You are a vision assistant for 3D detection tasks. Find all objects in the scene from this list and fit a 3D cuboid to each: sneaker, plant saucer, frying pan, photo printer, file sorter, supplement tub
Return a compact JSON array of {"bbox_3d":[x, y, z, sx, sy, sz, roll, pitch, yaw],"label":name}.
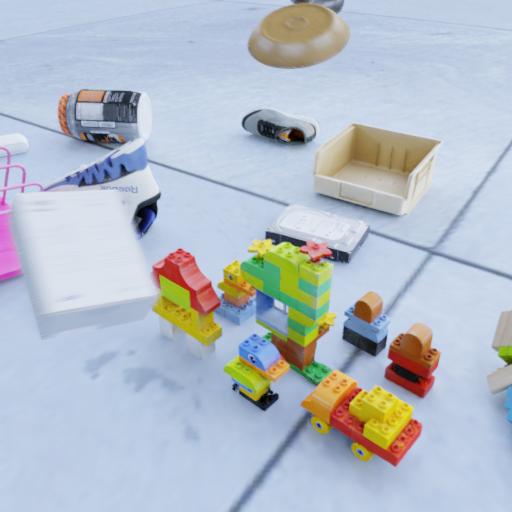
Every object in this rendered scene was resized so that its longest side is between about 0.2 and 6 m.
[{"bbox_3d":[0.520,-3.060,13.350,1.925,0.711,0.763,13,41,18],"label":"sneaker"},{"bbox_3d":[0.695,-3.815,9.488,1.758,0.311,1.758,-6,51,7],"label":"plant saucer"},{"bbox_3d":[0.908,-4.768,10.340,1.367,0.368,2.261,35,60,-9],"label":"frying pan"},{"bbox_3d":[-5.738,-2.564,12.942,0.860,0.298,0.715,-18,37,-26],"label":"photo printer"},{"bbox_3d":[-2.652,-0.906,9.858,2.645,1.527,1.068,-14,22,35],"label":"sneaker"},{"bbox_3d":[-4.231,-0.813,8.697,2.115,1.326,1.470,41,37,21],"label":"file sorter"},{"bbox_3d":[-3.555,-3.306,13.236,1.969,1.206,1.206,4,34,6],"label":"supplement tub"}]

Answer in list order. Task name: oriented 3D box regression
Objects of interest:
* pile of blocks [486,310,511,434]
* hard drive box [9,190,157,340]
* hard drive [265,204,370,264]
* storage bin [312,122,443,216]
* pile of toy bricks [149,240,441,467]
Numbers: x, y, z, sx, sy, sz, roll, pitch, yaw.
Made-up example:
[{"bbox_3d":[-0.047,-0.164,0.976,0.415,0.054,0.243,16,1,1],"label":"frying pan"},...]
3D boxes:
[{"bbox_3d":[3.352,1.655,6.497,0.731,0.966,2.353,38,39,-21],"label":"pile of blocks"},{"bbox_3d":[-1.801,0.036,5.768,1.094,0.539,1.403,-7,60,-35],"label":"hard drive box"},{"bbox_3d":[1.076,-0.412,9.761,1.561,0.295,1.091,17,38,23],"label":"hard drive"},{"bbox_3d":[2.401,-1.770,11.207,1.978,0.927,1.964,20,38,26],"label":"storage bin"},{"bbox_3d":[0.496,0.610,6.827,3.756,1.854,2.084,26,42,33],"label":"pile of toy bricks"}]
